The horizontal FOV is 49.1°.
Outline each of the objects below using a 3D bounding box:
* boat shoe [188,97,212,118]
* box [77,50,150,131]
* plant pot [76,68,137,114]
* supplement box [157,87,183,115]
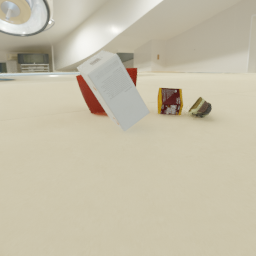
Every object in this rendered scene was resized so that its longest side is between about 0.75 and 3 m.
[{"bbox_3d":[2.746,-0.705,10.526,0.677,0.736,2.059,39,7,8],"label":"boat shoe"},{"bbox_3d":[-0.428,-1.117,8.289,0.997,2.045,1.272,-36,30,-8],"label":"box"},{"bbox_3d":[-0.753,-1.434,11.105,1.809,1.595,1.808,-13,9,-41],"label":"plant pot"},{"bbox_3d":[1.639,-1.042,10.963,0.908,0.603,0.896,3,52,0],"label":"supplement box"}]
